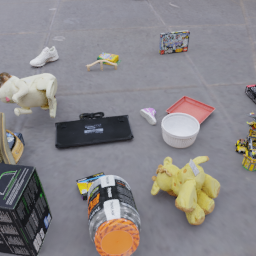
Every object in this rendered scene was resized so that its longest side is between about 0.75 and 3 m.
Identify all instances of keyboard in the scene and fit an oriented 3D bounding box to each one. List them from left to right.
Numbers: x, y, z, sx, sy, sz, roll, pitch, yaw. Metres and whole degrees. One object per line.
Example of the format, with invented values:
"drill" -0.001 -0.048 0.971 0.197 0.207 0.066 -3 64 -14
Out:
"keyboard" -1.135 0.009 9.203 2.458 0.315 1.476 -6 47 -8

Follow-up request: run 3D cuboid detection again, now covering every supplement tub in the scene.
"supplement tub" -0.321 1.851 6.005 1.065 1.065 1.739 -6 19 -7

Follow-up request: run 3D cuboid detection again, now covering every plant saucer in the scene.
"plant saucer" 2.205 -0.561 9.918 1.293 0.238 1.295 28 47 30

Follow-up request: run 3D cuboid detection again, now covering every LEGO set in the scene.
"LEGO set" 4.391 0.387 7.889 2.363 1.369 1.817 16 42 18

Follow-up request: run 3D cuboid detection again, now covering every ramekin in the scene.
"ramekin" 1.627 0.104 8.825 1.167 0.612 1.167 0 40 0

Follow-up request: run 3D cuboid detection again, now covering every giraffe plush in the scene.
"giraffe plush" 1.270 1.386 6.912 1.328 1.637 1.413 0 27 48

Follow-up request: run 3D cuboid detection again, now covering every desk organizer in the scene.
"desk organizer" -3.313 -1.288 10.526 0.528 0.567 1.472 -32 50 -33

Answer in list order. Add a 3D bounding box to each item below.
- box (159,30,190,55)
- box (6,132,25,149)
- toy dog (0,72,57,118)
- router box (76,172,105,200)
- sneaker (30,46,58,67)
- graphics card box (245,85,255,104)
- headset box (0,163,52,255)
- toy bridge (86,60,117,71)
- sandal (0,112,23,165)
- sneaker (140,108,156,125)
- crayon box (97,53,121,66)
"box" 2.248 -4.160 13.641 1.450 0.993 0.289 -10 41 -11
"box" -4.378 0.809 8.002 2.245 0.573 1.770 4 41 5
"toy dog" -3.250 -1.240 8.926 1.825 1.274 1.770 2 61 -7
"router box" -0.918 1.531 7.433 0.779 0.199 0.581 -16 42 -18
"sneaker" -3.886 -3.298 12.827 0.540 0.718 1.442 31 50 30
"graphics card box" 5.169 -1.149 10.521 0.892 0.362 1.423 -8 39 -10
"headset box" -2.970 1.692 5.906 2.207 1.921 1.024 4 41 7
"toy bridge" -1.174 -2.780 12.404 1.379 0.464 0.188 -4 41 -6
"sandal" -2.963 0.688 7.189 0.598 0.889 2.214 -12 80 -34
"sneaker" 0.845 -0.456 9.743 0.492 0.313 0.863 -16 42 -23
"crayon box" -0.866 -3.210 13.074 1.002 0.258 0.630 15 42 16
